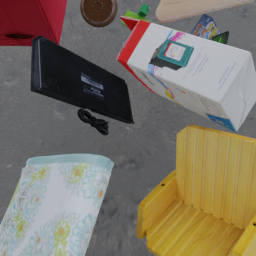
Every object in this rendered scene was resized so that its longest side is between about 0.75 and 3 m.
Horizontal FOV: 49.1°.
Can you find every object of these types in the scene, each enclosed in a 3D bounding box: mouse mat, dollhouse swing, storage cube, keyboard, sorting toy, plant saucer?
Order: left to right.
[{"bbox_3d":[-2.296,-2.863,5.807,1.586,1.668,1.856,3,71,2],"label":"storage cube"},{"bbox_3d":[-0.779,-0.636,5.610,0.333,2.599,1.561,-23,65,33],"label":"keyboard"},{"bbox_3d":[-0.847,-3.451,7.984,1.096,0.189,1.096,1,102,5],"label":"plant saucer"},{"bbox_3d":[1.339,-3.022,6.513,2.985,0.439,2.206,-6,42,22],"label":"sorting toy"},{"bbox_3d":[1.002,0.993,3.976,1.654,1.454,1.503,17,42,43],"label":"dollhouse swing"},{"bbox_3d":[2.228,-1.807,6.996,0.041,1.086,0.874,28,42,33],"label":"mouse mat"}]

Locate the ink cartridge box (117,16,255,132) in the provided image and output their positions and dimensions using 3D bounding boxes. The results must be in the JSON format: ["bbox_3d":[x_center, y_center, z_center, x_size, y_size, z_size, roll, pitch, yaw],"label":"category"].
[{"bbox_3d":[0.834,-0.961,4.756,2.421,1.407,0.814,31,90,34],"label":"ink cartridge box"}]

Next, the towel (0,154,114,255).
[{"bbox_3d":[-1.201,1.296,4.124,2.135,0.514,1.827,-9,57,46],"label":"towel"}]

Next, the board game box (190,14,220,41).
[{"bbox_3d":[1.559,-1.854,6.619,0.242,0.950,1.404,42,106,25],"label":"board game box"}]
